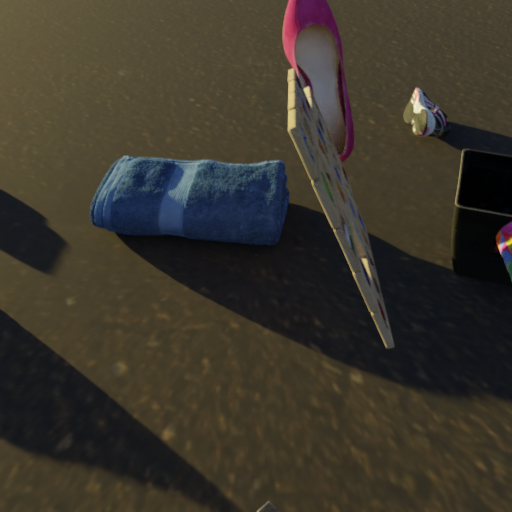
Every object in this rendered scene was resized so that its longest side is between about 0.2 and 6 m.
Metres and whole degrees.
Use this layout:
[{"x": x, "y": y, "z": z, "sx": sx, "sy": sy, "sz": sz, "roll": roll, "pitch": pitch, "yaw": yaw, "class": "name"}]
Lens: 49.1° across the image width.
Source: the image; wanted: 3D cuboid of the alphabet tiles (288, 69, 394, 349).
[{"x": 0.903, "y": -0.838, "z": 6.412, "sx": 0.115, "sy": 2.556, "sz": 3.058, "roll": -21, "pitch": 28, "yaw": 15, "class": "alphabet tiles"}]

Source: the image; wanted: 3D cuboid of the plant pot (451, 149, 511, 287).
[{"x": 4.259, "y": -0.526, "z": 9.603, "sx": 1.865, "sy": 1.659, "sz": 1.870, "roll": 12, "pitch": 42, "yaw": 15, "class": "plant pot"}]

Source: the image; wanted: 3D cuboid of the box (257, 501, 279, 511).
[{"x": -0.039, "y": 3.258, "z": 5.729, "sx": 1.001, "sy": 1.009, "sz": 0.622, "roll": -30, "pitch": 49, "yaw": -31, "class": "box"}]

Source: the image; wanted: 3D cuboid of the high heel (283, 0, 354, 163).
[{"x": 0.960, "y": -2.710, "z": 8.252, "sx": 0.917, "sy": 2.724, "sz": 1.306, "roll": -4, "pitch": 12, "yaw": -6, "class": "high heel"}]

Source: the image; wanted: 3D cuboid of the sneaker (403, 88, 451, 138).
[{"x": 4.230, "y": -3.393, "z": 13.766, "sx": 0.846, "sy": 0.787, "sz": 1.959, "roll": 15, "pitch": 42, "yaw": -11, "class": "sneaker"}]

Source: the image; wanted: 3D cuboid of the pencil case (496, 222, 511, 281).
[{"x": 3.422, "y": 0.259, "z": 6.752, "sx": 0.681, "sy": 0.681, "sz": 1.540, "roll": -1, "pitch": 52, "yaw": -1, "class": "pencil case"}]

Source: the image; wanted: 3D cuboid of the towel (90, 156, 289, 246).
[{"x": -1.219, "y": -1.145, "z": 10.899, "sx": 3.649, "sy": 0.886, "sz": 2.037, "roll": 6, "pitch": 42, "yaw": 6, "class": "towel"}]
